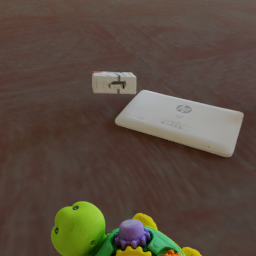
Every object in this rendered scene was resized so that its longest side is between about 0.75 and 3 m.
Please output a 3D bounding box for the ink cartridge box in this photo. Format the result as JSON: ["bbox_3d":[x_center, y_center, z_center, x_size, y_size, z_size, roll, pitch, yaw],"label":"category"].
[{"bbox_3d":[-0.393,-1.257,7.684,1.139,0.472,0.836,0,20,-10],"label":"ink cartridge box"}]

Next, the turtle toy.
[{"bbox_3d":[-0.079,1.692,3.388,2.042,1.032,1.488,30,68,26],"label":"turtle toy"}]

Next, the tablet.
[{"bbox_3d":[1.367,-0.272,7.337,2.966,0.203,1.930,17,40,20],"label":"tablet"}]
